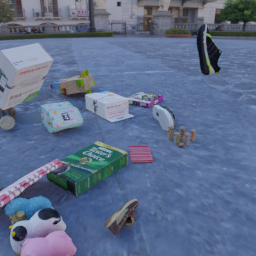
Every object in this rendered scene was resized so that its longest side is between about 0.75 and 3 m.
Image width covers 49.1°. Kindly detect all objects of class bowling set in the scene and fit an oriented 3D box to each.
[{"bbox_3d":[1.939,0.302,9.901,1.074,0.576,0.747,1,23,2],"label":"bowling set"}]

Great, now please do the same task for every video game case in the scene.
[{"bbox_3d":[0.836,-1.488,14.505,1.453,0.287,1.603,15,27,31],"label":"video game case"}]

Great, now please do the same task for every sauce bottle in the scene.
[{"bbox_3d":[-5.266,-0.690,11.856,0.947,0.947,2.928,-12,28,-25],"label":"sauce bottle"}]

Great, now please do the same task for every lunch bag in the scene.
[{"bbox_3d":[-2.654,-0.413,11.169,1.295,0.927,1.521,-12,32,-33],"label":"lunch bag"}]

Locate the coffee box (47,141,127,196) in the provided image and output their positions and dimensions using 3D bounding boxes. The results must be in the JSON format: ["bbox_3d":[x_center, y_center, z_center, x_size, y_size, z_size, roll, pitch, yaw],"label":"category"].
[{"bbox_3d":[-1.146,1.087,8.175,1.308,0.468,2.127,18,29,36],"label":"coffee box"}]

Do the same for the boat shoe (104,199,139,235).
[{"bbox_3d":[-0.048,1.990,6.265,0.423,0.424,1.175,43,27,16],"label":"boat shoe"}]

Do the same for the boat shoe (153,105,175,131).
[{"bbox_3d":[1.591,-0.511,11.631,0.629,0.763,2.222,-4,21,-10],"label":"boat shoe"}]

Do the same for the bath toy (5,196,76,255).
[{"bbox_3d":[-1.577,2.151,5.150,1.058,0.899,2.433,-46,38,-12],"label":"bath toy"}]

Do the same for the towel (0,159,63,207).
[{"bbox_3d":[-2.625,1.452,6.697,1.451,0.297,1.983,-27,6,38],"label":"towel"}]

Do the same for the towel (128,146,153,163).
[{"bbox_3d":[0.407,0.855,9.199,0.727,0.113,1.005,0,25,-5],"label":"towel"}]

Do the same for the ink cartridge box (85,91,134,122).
[{"bbox_3d":[-0.853,-1.039,12.837,1.289,0.760,2.240,-16,28,-33],"label":"ink cartridge box"}]

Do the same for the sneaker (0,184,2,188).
[{"bbox_3d":[-3.550,1.529,7.434,0.376,0.281,0.839,1,23,-14],"label":"sneaker"}]

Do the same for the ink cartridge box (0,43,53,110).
[{"bbox_3d":[-3.060,-1.469,7.985,0.736,1.751,1.278,49,42,6],"label":"ink cartridge box"}]

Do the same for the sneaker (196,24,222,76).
[{"bbox_3d":[3.431,-3.240,11.684,0.880,2.126,0.762,-9,12,-2],"label":"sneaker"}]

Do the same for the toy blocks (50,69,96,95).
[{"bbox_3d":[-3.100,-2.439,15.723,1.925,1.407,2.816,-7,17,9],"label":"toy blocks"}]
